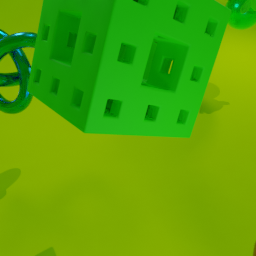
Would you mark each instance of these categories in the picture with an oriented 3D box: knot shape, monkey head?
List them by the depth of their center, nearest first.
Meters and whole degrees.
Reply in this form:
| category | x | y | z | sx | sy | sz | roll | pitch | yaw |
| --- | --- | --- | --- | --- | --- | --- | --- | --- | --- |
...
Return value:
| category | x | y | z | sx | sy | sz | roll | pitch | yaw |
| --- | --- | --- | --- | --- | --- | --- | --- | --- | --- |
| knot shape | -2.100 | -0.963 | 4.868 | 1.583 | 1.481 | 0.731 | 1 | 21 | -21 |
| monkey head | 3.431 | -3.415 | 7.022 | 1.270 | 0.765 | 0.914 | -18 | 66 | 12 |

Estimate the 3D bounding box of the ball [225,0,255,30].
| category | x | y | z | sx | sy | sz | roll | pitch | yaw |
| --- | --- | --- | --- | --- | --- | --- | --- | --- | --- |
| ball | 3.230 | -3.289 | 7.837 | 1.032 | 1.032 | 1.032 | 0 | 40 | 0 |

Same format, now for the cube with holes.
| category | x | y | z | sx | sy | sz | roll | pitch | yaw |
| --- | --- | --- | --- | --- | --- | --- | --- | --- | --- |
| cube with holes | -0.055 | -0.707 | 2.672 | 1.220 | 1.220 | 1.220 | 4 | 17 | -40 |

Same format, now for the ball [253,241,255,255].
| category | x | y | z | sx | sy | sz | roll | pitch | yaw |
| --- | --- | --- | --- | --- | --- | --- | --- | --- | --- |
| ball | 1.711 | 1.284 | 2.524 | 1.075 | 1.075 | 1.075 | 0 | 40 | 0 |
